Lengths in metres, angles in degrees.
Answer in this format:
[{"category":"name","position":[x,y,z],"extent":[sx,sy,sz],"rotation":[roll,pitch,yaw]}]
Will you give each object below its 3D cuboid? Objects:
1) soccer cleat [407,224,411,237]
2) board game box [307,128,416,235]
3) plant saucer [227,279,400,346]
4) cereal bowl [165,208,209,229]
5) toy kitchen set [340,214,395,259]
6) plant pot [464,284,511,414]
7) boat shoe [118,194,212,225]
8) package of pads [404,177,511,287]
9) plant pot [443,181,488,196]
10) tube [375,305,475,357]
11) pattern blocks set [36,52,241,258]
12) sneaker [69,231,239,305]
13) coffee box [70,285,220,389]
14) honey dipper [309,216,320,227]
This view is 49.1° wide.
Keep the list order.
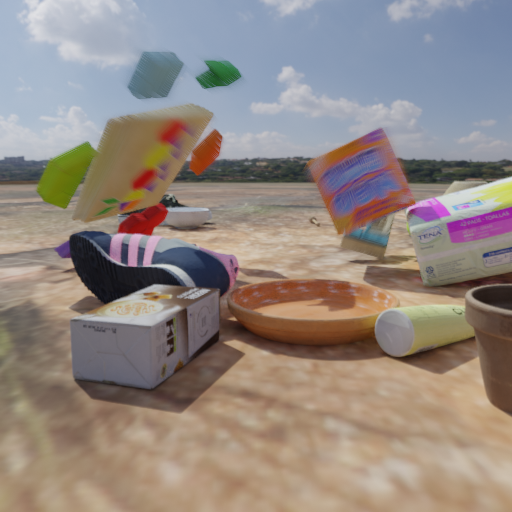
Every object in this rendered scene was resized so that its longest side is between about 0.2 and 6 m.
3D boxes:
[{"category":"soccer cleat","position":[4.187,-0.760,12.467],"extent":[0.730,0.876,2.161],"rotation":[-5,11,-30]},{"category":"board game box","position":[1.751,-1.169,9.112],"extent":[1.248,1.250,1.249],"rotation":[-24,-4,17]},{"category":"plant saucer","position":[0.598,0.585,6.012],"extent":[1.824,0.341,1.824],"rotation":[0,10,0]},{"category":"cereal bowl","position":[-1.887,-1.007,15.091],"extent":[1.234,0.514,1.234],"rotation":[0,9,0]},{"category":"toy kitchen set","position":[2.146,-0.828,10.221],"extent":[0.804,1.093,1.365],"rotation":[16,34,11]},{"category":"plant pot","position":[1.945,0.684,3.980],"extent":[0.916,0.798,0.916],"rotation":[0,9,0]},{"category":"boat shoe","position":[-2.596,-1.332,15.998],"extent":[2.673,0.851,0.945],"rotation":[-2,10,-9]},{"category":"package of pads","position":[3.707,-0.534,8.905],"extent":[2.461,1.086,3.185],"rotation":[-14,7,15]},{"category":"plant pot","position":[5.932,-1.453,15.626],"extent":[1.833,1.230,1.833],"rotation":[-1,9,0]},{"category":"tube","position":[1.859,0.650,5.494],"extent":[1.705,0.443,0.495],"rotation":[-1,47,-39]},{"category":"pattern blocks set","position":[-1.820,-1.423,8.784],"extent":[0.331,4.090,3.595],"rotation":[49,27,12]},{"category":"sneaker","position":[-1.293,0.137,6.799],"extent":[2.541,0.891,1.042],"rotation":[18,32,40]},{"category":"coffee box","position":[-0.908,0.656,4.952],"extent":[0.763,0.532,1.334],"rotation":[3,10,20]},{"category":"honey dipper","position":[1.672,-0.976,15.901],"extent":[0.204,0.204,1.072],"rotation":[-1,11,-4]}]
